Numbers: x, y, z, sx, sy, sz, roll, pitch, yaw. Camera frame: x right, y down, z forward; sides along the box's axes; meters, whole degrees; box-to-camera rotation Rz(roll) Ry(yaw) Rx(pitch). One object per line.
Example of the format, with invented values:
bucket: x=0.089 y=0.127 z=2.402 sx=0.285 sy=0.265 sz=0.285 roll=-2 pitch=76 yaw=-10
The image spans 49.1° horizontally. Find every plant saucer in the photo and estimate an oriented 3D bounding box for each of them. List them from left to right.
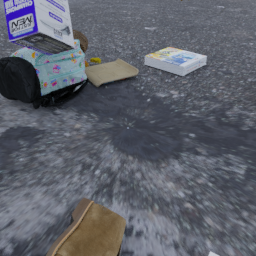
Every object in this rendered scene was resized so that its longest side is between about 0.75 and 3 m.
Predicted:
plant saucer: x=-2.583 y=-2.826 z=10.210 sx=2.352 sy=2.352 sz=0.346 roll=-11 pitch=77 yaw=-16

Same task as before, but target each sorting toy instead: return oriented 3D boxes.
sorting toy: x=-0.879 y=-2.180 z=10.537 sx=1.702 sy=0.306 sz=2.284 roll=-22 pitch=38 yaw=-23

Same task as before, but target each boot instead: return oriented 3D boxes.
boot: x=-0.610 y=1.849 z=3.742 sx=0.865 sy=0.843 sz=2.291 roll=18 pitch=28 yaw=7

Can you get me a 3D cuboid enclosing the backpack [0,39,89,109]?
backpack: x=-2.446 y=-1.773 z=8.602 sx=2.202 sy=1.670 sz=2.638 roll=22 pitch=36 yaw=34

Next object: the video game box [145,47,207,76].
video game box: x=1.904 y=-2.702 z=11.182 sx=1.858 sy=0.435 sz=1.693 roll=26 pitch=38 yaw=34

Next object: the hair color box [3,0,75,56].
hair color box: x=-2.146 y=-3.259 z=6.544 sx=0.890 sy=2.745 sz=1.500 roll=-10 pitch=-2 yaw=19

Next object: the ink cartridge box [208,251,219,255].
ink cartridge box: x=1.276 y=2.080 z=3.897 sx=0.811 sy=0.273 sz=0.475 roll=19 pitch=37 yaw=27
